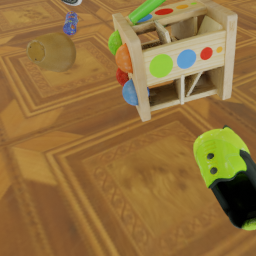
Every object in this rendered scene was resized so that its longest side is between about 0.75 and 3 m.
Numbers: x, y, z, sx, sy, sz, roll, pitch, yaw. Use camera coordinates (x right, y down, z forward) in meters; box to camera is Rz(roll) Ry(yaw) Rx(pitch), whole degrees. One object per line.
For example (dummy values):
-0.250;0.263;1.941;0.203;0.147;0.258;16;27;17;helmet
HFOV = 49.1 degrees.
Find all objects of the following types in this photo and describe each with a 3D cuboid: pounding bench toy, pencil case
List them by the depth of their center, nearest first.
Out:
0.722;-1.941;5.745;2.242;2.874;1.786;-15;39;-4;pounding bench toy
-1.780;-3.269;8.771;0.401;0.446;1.027;3;41;-7;pencil case

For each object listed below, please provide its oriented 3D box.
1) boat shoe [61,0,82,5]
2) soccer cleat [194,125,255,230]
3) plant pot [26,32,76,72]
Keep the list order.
-1.400;-2.749;5.540;1.006;0.372;0.344;35;32;-1;boat shoe
1.499;0.895;3.344;0.752;2.227;0.902;-31;31;31;soccer cleat
-1.818;-1.710;6.344;0.942;0.942;1.011;11;17;12;plant pot
